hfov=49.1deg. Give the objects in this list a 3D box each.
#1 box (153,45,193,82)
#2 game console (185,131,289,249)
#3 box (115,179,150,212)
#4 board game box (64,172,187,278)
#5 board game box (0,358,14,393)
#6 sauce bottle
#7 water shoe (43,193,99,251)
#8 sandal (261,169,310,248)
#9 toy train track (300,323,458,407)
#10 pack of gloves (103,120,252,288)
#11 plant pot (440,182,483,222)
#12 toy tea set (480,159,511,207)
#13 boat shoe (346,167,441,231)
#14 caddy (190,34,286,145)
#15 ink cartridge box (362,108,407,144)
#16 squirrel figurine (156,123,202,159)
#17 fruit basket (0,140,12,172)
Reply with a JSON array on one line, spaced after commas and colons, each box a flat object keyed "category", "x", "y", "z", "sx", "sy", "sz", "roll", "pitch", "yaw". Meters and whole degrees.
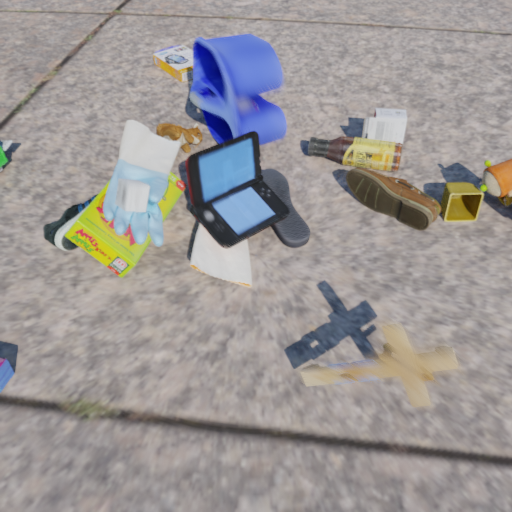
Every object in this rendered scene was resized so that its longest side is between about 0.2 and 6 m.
[{"category": "box", "x": -2.343, "y": -6.014, "z": 17.382, "sx": 1.132, "sy": 0.394, "sz": 1.902, "roll": -27, "pitch": 47, "yaw": -26}, {"category": "game console", "x": -0.297, "y": -1.303, "z": 10.881, "sx": 1.857, "sy": 1.102, "sz": 1.600, "roll": -29, "pitch": 70, "yaw": -34}, {"category": "box", "x": -2.197, "y": -1.077, "z": 9.930, "sx": 0.420, "sy": 0.488, "sz": 0.490, "roll": 0, "pitch": 19, "yaw": -37}, {"category": "board game box", "x": -2.522, "y": -0.953, "z": 11.262, "sx": 1.331, "sy": 0.624, "sz": 2.621, "roll": 40, "pitch": 43, "yaw": -16}, {"category": "board game box", "x": -5.282, "y": 2.294, "z": 8.366, "sx": 2.263, "sy": 0.491, "sz": 2.252, "roll": 10, "pitch": 45, "yaw": 11}, {"category": "sauce bottle", "x": 2.345, "y": -2.471, "z": 13.357, "sx": 2.181, "sy": 0.720, "sz": 0.720, "roll": 8, "pitch": 44, "yaw": 12}, {"category": "water shoe", "x": -3.533, "y": -0.933, "z": 11.668, "sx": 0.806, "sy": 0.730, "sz": 2.042, "roll": 21, "pitch": 46, "yaw": 25}, {"category": "sandal", "x": 0.437, "y": -0.997, "z": 11.973, "sx": 0.842, "sy": 0.474, "sz": 2.215, "roll": -12, "pitch": 55, "yaw": -13}, {"category": "toy train track", "x": 1.708, "y": 1.543, "z": 7.980, "sx": 2.243, "sy": 1.287, "sz": 0.365, "roll": -15, "pitch": 15, "yaw": 30}, {"category": "pack of gloves", "x": -1.306, "y": -1.322, "z": 11.088, "sx": 3.007, "sy": 0.706, "sz": 3.579, "roll": 19, "pitch": 42, "yaw": -19}, {"category": "plant pot", "x": 4.338, "y": -1.223, "z": 12.035, "sx": 0.708, "sy": 0.704, "sz": 0.725, "roll": -2, "pitch": 37, "yaw": -2}, {"category": "toy tea set", "x": 5.362, "y": -0.926, "z": 11.373, "sx": 0.882, "sy": 1.417, "sz": 2.382, "roll": -28, "pitch": 47, "yaw": 3}, {"category": "boat shoe", "x": 2.950, "y": -1.311, "z": 12.107, "sx": 2.116, "sy": 0.761, "sz": 0.719, "roll": 37, "pitch": 54, "yaw": 18}, {"category": "caddy", "x": -0.654, "y": -3.878, "z": 13.331, "sx": 1.840, "sy": 2.478, "sz": 3.505, "roll": -16, "pitch": 33, "yaw": -12}, {"category": "ink cartridge box", "x": 3.051, "y": -2.954, "z": 13.535, "sx": 0.986, "sy": 1.124, "sz": 0.471, "roll": 5, "pitch": 43, "yaw": 6}, {"category": "squirrel figurine", "x": -1.891, "y": -3.021, "z": 13.927, "sx": 1.008, "sy": 0.764, "sz": 1.080, "roll": -29, "pitch": 53, "yaw": -36}, {"category": "fruit basket", "x": -6.896, "y": -2.161, "z": 13.078, "sx": 1.907, "sy": 0.894, "sz": 1.766, "roll": -1, "pitch": 40, "yaw": 22}]
